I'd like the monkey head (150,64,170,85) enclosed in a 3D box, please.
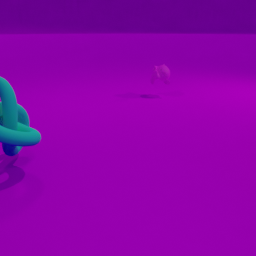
[{"bbox_3d":[1.176,-1.903,10.188,0.632,0.754,1.049,5,51,-17],"label":"monkey head"}]

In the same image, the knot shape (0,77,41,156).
[{"bbox_3d":[-2.037,-0.082,4.780,0.696,1.506,1.409,-31,38,-16],"label":"knot shape"}]
